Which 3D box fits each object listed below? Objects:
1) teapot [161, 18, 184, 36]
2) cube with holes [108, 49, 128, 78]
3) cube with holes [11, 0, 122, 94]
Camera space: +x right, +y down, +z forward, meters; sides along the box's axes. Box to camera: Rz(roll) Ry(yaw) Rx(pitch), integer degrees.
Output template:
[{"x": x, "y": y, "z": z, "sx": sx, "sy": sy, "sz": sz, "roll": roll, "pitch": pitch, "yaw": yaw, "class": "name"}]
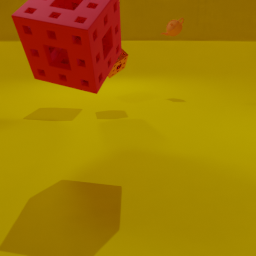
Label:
[{"x": 1.895, "y": -4.242, "z": 11.851, "sx": 0.544, "sy": 1.111, "sz": 0.691, "roll": 27, "pitch": 34, "yaw": -50, "class": "teapot"}, {"x": -0.568, "y": -2.373, "z": 9.731, "sx": 0.758, "sy": 0.758, "sz": 0.758, "roll": -40, "pitch": 79, "yaw": -24, "class": "cube with holes"}, {"x": -0.907, "y": -1.552, "z": 4.745, "sx": 1.223, "sy": 1.223, "sz": 1.223, "roll": 15, "pitch": 54, "yaw": 13, "class": "cube with holes"}]
